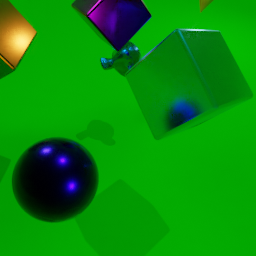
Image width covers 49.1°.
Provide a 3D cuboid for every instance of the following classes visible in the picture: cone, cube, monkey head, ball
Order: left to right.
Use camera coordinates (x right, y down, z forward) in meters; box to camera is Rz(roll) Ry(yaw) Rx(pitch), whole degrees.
[{"bbox_3d":[-2.774,-1.681,5.230,1.296,1.296,1.296,-18,43,27],"label":"cube"},{"bbox_3d":[-0.941,0.672,3.712,1.110,1.110,1.110,0,47,0],"label":"ball"},{"bbox_3d":[-0.286,-1.985,4.742,0.840,0.840,0.840,-45,43,5],"label":"cube"},{"bbox_3d":[-0.149,-1.709,6.866,0.942,0.789,1.310,-13,78,-40],"label":"monkey head"},{"bbox_3d":[0.981,-0.706,4.598,1.266,1.266,1.266,-17,79,-43],"label":"cube"},{"bbox_3d":[2.307,-3.834,8.240,0.882,0.885,0.882,19,13,-4],"label":"cone"}]
